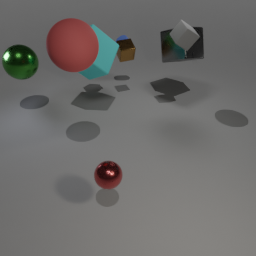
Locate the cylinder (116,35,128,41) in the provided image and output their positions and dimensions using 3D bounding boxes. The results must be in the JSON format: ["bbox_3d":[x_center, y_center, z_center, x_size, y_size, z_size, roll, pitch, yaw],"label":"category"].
[{"bbox_3d":[-0.179,-4.209,14.202,0.700,0.700,0.700,-15,58,26],"label":"cylinder"}]

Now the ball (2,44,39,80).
[{"bbox_3d":[-4.357,-2.668,11.374,1.400,1.400,1.400,0,32,0],"label":"ball"}]

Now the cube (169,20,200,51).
[{"bbox_3d":[2.138,-3.514,10.639,0.700,0.700,0.700,18,39,-36],"label":"cube"}]

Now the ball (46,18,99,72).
[{"bbox_3d":[-1.491,-2.222,7.581,1.400,1.400,1.400,0,32,0],"label":"ball"}]

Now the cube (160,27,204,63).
[{"bbox_3d":[2.473,-3.779,12.784,1.400,1.400,1.400,-15,15,-39],"label":"cube"}]

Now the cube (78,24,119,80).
[{"bbox_3d":[-1.467,-2.955,11.145,1.400,1.400,1.400,-2,64,51],"label":"cube"}]

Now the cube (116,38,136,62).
[{"bbox_3d":[-0.121,-3.541,12.775,0.700,0.700,0.700,-14,61,-15],"label":"cube"}]

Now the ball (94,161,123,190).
[{"bbox_3d":[-0.482,1.150,6.852,0.700,0.700,0.700,0,32,0],"label":"ball"}]
